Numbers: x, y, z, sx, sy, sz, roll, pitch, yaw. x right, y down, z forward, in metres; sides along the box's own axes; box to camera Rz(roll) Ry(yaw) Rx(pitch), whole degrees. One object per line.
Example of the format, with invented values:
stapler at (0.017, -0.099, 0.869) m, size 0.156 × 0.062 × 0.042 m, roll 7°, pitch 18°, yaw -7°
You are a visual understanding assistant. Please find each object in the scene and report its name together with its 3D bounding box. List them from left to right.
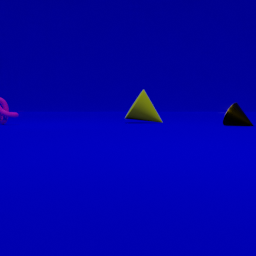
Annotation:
knot shape at (-4.751, -0.668, 10.467) m, size 1.125 × 1.053 × 0.520 m, roll -7°, pitch 40°, yaw 37°
cone at (0.873, -0.624, 11.955) m, size 1.471 × 1.465 × 1.465 m, roll 33°, pitch 2°, yaw -4°
cone at (3.926, -0.279, 9.657) m, size 0.913 × 0.909 × 0.909 m, roll 35°, pitch 24°, yaw 33°
